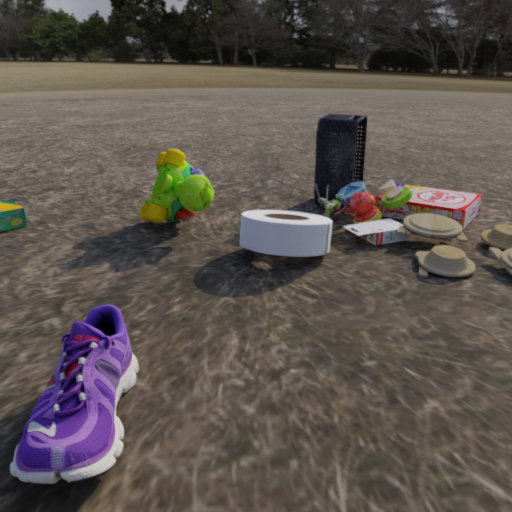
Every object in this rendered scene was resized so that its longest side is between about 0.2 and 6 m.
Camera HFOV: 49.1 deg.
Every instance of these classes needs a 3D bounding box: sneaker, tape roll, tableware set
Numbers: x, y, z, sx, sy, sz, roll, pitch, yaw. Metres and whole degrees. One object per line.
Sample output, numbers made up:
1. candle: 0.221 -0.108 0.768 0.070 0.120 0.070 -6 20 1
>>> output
1. sneaker: -1.933 1.355 6.030 1.054 1.091 2.614 -2 22 -4
2. tape roll: 0.578 -0.469 10.952 1.797 0.629 1.797 4 11 -1
3. tableware set: 4.335 -0.168 10.900 3.115 0.361 2.602 7 25 8

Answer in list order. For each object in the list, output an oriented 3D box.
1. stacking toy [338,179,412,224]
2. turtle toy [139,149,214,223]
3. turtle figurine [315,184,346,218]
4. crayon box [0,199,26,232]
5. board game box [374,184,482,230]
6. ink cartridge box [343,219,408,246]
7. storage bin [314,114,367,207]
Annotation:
1. stacking toy: 2.668 -1.466 12.938 1.505 0.702 1.663 -29 24 3
2. turtle toy: -1.691 -1.410 12.372 1.164 1.678 2.302 19 -2 -22
3. turtle figurine: 1.457 -1.075 12.312 0.921 0.893 0.663 26 3 -41
4. crayon box: -6.096 -0.816 12.446 1.604 0.467 0.953 -17 27 -37
5. board game box: 4.123 -1.213 13.436 2.119 0.491 1.605 13 25 30
6. ink cartridge box: 2.513 -0.478 11.822 1.244 0.313 0.678 -10 24 -21
7. storage bin: 2.163 -2.456 14.328 1.017 2.170 1.467 7 22 19
